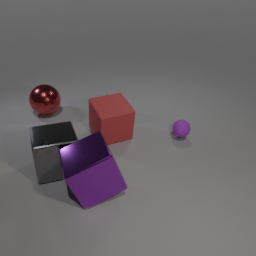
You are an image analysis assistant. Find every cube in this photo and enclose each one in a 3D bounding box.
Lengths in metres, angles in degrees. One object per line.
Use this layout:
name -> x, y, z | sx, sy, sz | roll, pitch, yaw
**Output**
cube -> -0.672, -0.360, 11.062 | 1.400, 1.400, 1.400 | -14, 43, -22
cube -> -1.044, 1.210, 8.268 | 1.400, 1.400, 1.400 | -26, 35, -5
cube -> -2.414, 0.775, 9.325 | 1.400, 1.400, 1.400 | -9, 31, -17

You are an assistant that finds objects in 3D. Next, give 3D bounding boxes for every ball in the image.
ball -> -3.780, -1.288, 12.764 | 1.400, 1.400, 1.400 | 0, 31, 0
ball -> 2.114, 0.012, 11.068 | 0.700, 0.700, 0.700 | 0, 31, 0
